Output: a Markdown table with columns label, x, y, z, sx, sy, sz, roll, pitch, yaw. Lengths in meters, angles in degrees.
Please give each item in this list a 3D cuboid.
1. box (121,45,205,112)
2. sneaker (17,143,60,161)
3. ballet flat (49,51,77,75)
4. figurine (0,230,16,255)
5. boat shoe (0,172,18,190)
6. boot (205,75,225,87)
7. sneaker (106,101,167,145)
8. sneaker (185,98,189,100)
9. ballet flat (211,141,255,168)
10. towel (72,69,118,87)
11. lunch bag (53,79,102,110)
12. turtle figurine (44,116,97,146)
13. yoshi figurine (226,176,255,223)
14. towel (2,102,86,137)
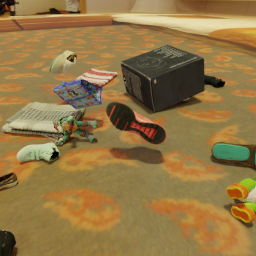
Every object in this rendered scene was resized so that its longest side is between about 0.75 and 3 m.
| label | x | y | z | sx | sy | sz | roll | pitch | yaw |
| --- | --- | --- | --- | --- | --- | --- | --- | --- | --- |
| box | 1.677 | -2.564 | 13.829 | 2.978 | 1.846 | 2.927 | -24 | 34 | -17 |
| sneaker | -2.956 | 0.878 | 9.350 | 1.353 | 0.498 | 0.798 | -16 | 26 | -31 |
| ballet flat | -2.883 | -3.021 | 12.963 | 0.848 | 0.848 | 2.440 | 2 | 32 | 4 |
| figurine | -3.174 | 2.932 | 5.561 | 1.578 | 0.679 | 1.540 | -6 | 33 | -9 |
| boat shoe | -3.837 | 1.590 | 8.159 | 1.165 | 0.431 | 0.430 | -19 | 34 | -31 |
| boot | 4.726 | -2.641 | 15.839 | 1.261 | 0.482 | 1.060 | -3 | 24 | -19 |
| sneaker | 0.232 | -0.109 | 9.426 | 2.211 | 0.815 | 0.959 | 31 | 1 | 4 |
| sneaker | 2.670 | -1.653 | 14.162 | 0.903 | 0.364 | 0.661 | 9 | 25 | 5 |
| ballet flat | 4.106 | 0.885 | 9.233 | 2.621 | 0.889 | 0.948 | 8 | 10 | 22 |
| towel | -1.920 | -3.037 | 16.789 | 1.879 | 0.297 | 2.609 | 11 | 30 | 18 |
| lunch bag | -1.965 | -1.439 | 10.910 | 1.257 | 0.785 | 1.669 | -10 | -21 | 25 |
| turtle figurine | -2.090 | -0.029 | 10.217 | 1.764 | 1.321 | 0.888 | 9 | 43 | -15 |
| yoshi figurine | 3.753 | 1.672 | 7.410 | 2.168 | 1.219 | 1.214 | -14 | 47 | -29 |
| towel | -3.487 | -0.500 | 11.928 | 2.847 | 0.492 | 2.741 | 4 | 29 | 8 |
